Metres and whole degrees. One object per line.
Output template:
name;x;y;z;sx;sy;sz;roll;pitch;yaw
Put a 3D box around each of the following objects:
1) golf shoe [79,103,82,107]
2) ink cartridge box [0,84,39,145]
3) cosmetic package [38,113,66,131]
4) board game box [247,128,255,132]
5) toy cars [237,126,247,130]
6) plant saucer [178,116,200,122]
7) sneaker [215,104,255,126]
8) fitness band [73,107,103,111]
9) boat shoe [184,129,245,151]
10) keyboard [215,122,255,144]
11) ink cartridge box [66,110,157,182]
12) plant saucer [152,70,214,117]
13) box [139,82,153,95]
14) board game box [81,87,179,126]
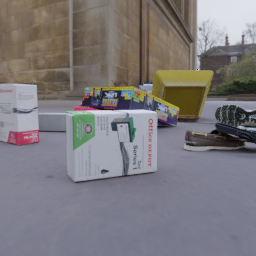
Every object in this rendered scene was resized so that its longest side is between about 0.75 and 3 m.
golf shoe;-1.873;-0.911;14.610;1.126;0.927;2.461;1;7;-20
ink cartridge box;-3.014;-0.400;7.626;1.131;1.562;0.659;6;9;40
cosmetic package;-2.447;-0.217;9.957;1.516;0.684;0.810;-1;5;13
board game box;4.437;0.103;9.496;0.756;0.110;0.509;4;7;26
toy cars;3.763;0.001;9.954;0.909;0.201;0.407;2;8;15
plant saucer;2.822;-0.428;13.356;1.181;0.216;1.181;0;8;0
sneaker;4.714;-0.378;11.432;2.259;0.885;1.016;10;-5;24
fitness band;-1.003;-0.396;10.694;2.222;0.416;1.596;12;-4;-10
boat shoe;2.124;0.256;6.764;1.609;0.479;0.578;-2;7;-13
keyboard;2.943;0.226;6.223;1.950;0.201;1.239;15;14;8
ink cartridge box;-0.252;0.237;4.616;1.433;1.047;0.604;-4;8;-23
plant saucer;2.676;-1.486;14.179;2.930;2.930;0.710;-1;44;-4
box;2.066;-1.686;15.770;2.734;1.569;1.807;3;17;11
board game box;0.148;-0.784;10.854;2.476;0.849;2.996;8;-5;42
